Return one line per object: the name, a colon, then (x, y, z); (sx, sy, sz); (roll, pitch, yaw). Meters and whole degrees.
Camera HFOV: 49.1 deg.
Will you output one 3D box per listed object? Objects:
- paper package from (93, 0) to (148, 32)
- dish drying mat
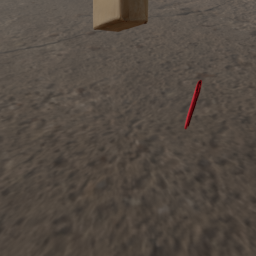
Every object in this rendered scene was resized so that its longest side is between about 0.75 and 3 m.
paper package: (-0.280, -4.089, 8.560); (1.025, 1.982, 1.889); (-5, 10, -32)
dish drying mat: (1.439, -0.490, 6.204); (0.106, 1.164, 0.447); (14, 50, 9)
